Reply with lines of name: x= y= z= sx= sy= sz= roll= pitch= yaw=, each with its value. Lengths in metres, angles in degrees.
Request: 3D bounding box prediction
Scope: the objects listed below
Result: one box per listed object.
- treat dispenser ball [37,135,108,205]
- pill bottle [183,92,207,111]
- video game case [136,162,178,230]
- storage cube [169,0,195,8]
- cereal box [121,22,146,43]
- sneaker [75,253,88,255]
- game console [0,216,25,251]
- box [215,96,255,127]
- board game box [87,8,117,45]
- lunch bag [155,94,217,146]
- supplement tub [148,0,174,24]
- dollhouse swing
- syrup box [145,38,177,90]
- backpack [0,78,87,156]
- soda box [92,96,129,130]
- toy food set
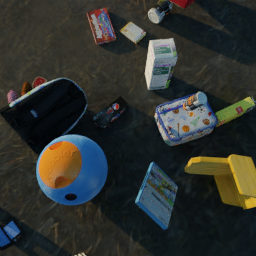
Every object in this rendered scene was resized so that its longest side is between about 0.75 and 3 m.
treat dispenser ball: x=-1.911 y=1.435 z=9.718 sx=2.406 sy=2.406 sz=2.406 roll=0 pitch=69 yaw=0
pill bottle: x=2.041 y=-0.784 z=8.666 sx=0.411 sy=0.773 sz=0.411 roll=10 pitch=68 yaw=-25
video game case: x=0.913 y=1.967 z=8.383 sx=1.216 sy=0.151 sz=1.700 roll=45 pitch=37 yaw=-11
storage cube: x=2.486 y=-7.330 z=12.802 sx=2.235 sy=2.351 sz=2.615 roll=32 pitch=51 yaw=11
cereal box: x=0.246 y=-4.500 z=13.201 sx=0.995 sy=0.197 sz=0.716 roll=41 pitch=74 yaw=14
sneaker: x=-1.254 y=5.278 z=9.014 sx=1.427 sy=0.936 sz=2.481 roll=-24 pitch=69 yaw=-7
game console: x=-4.265 y=3.676 z=9.848 sx=0.794 sy=0.547 sz=0.921 roll=-41 pitch=75 yaw=-14
box: x=4.342 y=-0.675 z=11.481 sx=1.760 sy=0.662 sz=0.441 roll=-24 pitch=71 yaw=-10
board game box: x=-1.270 y=-4.870 z=13.357 sx=0.978 sy=0.185 sz=1.901 roll=-16 pitch=70 yaw=-5
lunch bag: x=2.230 y=-0.387 z=11.273 sx=2.289 sy=0.865 sz=1.834 roll=-17 pitch=68 yaw=-8
supplement tub: x=1.587 y=-5.636 z=13.350 sx=0.742 sy=0.742 sz=1.211 roll=38 pitch=74 yaw=13
dollhouse swing: x=3.180 y=1.949 z=9.677 sx=1.847 sy=2.101 sz=1.910 roll=-11 pitch=69 yaw=-4
syrup box: x=1.283 y=-2.511 z=11.313 sx=0.893 sy=2.267 sz=0.923 roll=-7 pitch=69 yaw=-5
backpack: x=-2.927 y=-0.691 z=10.698 sx=2.807 sy=2.158 sz=2.290 roll=-42 pitch=102 yaw=-4
soda box: x=-0.708 y=-0.622 z=11.538 sx=1.556 sy=0.493 sz=0.550 roll=-39 pitch=75 yaw=-13
toy food set: x=-4.237 y=-1.316 z=11.860 sx=1.588 sy=0.393 sz=2.498 roll=37 pitch=73 yaw=13
